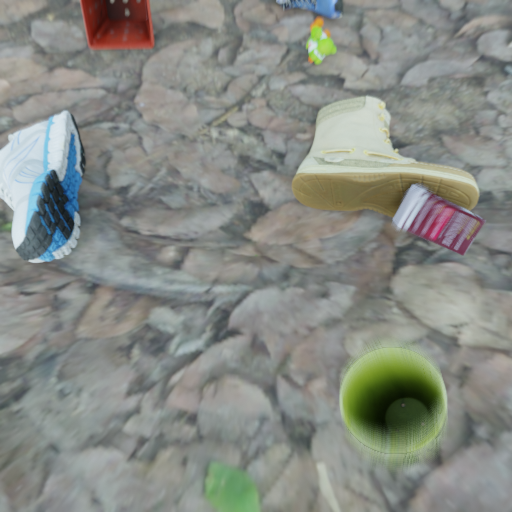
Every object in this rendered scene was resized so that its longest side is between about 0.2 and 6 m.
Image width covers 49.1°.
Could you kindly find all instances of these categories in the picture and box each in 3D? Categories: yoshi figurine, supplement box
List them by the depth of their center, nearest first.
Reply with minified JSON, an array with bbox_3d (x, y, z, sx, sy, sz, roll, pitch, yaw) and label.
[{"bbox_3d":[2.628,-0.512,8.084,1.117,0.608,0.340,24,19,-8],"label":"supplement box"},{"bbox_3d":[1.462,-4.675,12.228,0.671,0.669,1.194,9,53,-1],"label":"yoshi figurine"}]

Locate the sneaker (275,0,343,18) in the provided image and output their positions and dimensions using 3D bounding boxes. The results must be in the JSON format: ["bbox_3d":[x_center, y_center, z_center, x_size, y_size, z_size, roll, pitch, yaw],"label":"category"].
[{"bbox_3d":[1.090,-6.253,13.416,1.195,1.053,2.681,-30,48,-14],"label":"sneaker"}]

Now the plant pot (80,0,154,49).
[{"bbox_3d":[-3.026,-5.598,12.567,1.464,1.463,1.290,-1,39,-1],"label":"plant pot"}]

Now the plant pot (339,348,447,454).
[{"bbox_3d":[1.644,1.748,6.375,1.114,1.190,1.114,-11,61,20],"label":"plant pot"}]

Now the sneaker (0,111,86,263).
[{"bbox_3d":[-3.630,-1.037,8.946,1.435,1.242,3.313,-11,42,-1],"label":"sneaker"}]

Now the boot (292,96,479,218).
[{"bbox_3d":[2.229,-1.706,9.423,2.880,1.048,2.238,5,50,18],"label":"boot"}]
